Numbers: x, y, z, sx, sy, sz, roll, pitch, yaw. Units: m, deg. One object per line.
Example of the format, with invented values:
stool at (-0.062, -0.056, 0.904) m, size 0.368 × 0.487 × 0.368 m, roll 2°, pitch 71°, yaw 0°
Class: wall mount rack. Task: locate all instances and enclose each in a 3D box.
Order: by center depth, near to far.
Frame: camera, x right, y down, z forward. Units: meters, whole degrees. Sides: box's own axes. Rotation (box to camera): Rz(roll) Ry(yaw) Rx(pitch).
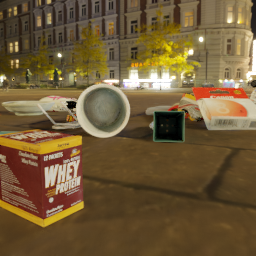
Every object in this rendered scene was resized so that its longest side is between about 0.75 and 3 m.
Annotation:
wall mount rack at (-2.290, -0.526, 11.030) m, size 2.063 × 0.885 × 2.375 m, roll 5°, pitch 9°, yaw 28°

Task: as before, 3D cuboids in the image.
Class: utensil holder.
utensil holder at (-0.829, -0.621, 9.392) m, size 1.640 × 1.640 × 1.929 m, roll -1°, pitch 6°, yaw -5°

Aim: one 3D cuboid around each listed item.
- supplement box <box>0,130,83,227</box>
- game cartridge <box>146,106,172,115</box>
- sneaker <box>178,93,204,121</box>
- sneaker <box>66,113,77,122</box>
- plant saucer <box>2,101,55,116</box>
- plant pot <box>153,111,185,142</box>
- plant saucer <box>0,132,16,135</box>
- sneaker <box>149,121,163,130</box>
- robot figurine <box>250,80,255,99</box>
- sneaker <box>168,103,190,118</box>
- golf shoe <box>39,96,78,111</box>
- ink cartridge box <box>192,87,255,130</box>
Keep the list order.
supplement box at (-1.157, 0.580, 3.674) m, size 0.970 × 0.984 × 0.653 m, roll 7°, pitch 11°, yaw 36°
game cartridge at (2.088, -0.939, 15.231) m, size 1.485 × 0.463 × 2.231 m, roll 10°, pitch 12°, yaw 28°
sneaker at (3.263, -0.636, 12.070) m, size 2.498 × 1.026 × 0.972 m, roll 28°, pitch 0°, yaw 41°
sneaker at (-2.323, -0.410, 12.268) m, size 0.448 × 0.349 × 0.997 m, roll 18°, pitch 13°, yaw 11°
plant saucer at (-5.349, -1.078, 15.170) m, size 2.698 × 0.677 × 2.698 m, roll 0°, pitch 10°, yaw 0°
plant pot at (1.207, -0.064, 8.375) m, size 0.863 × 0.863 × 1.221 m, roll 1°, pitch 2°, yaw 7°
plant saucer at (-3.356, 0.215, 8.733) m, size 1.617 × 0.153 × 0.565 m, roll -1°, pitch 9°, yaw 3°
sneaker at (1.010, -0.060, 9.825) m, size 0.562 × 0.441 × 1.132 m, roll -4°, pitch -2°, yaw 17°
robot figurine at (6.961, -1.342, 13.089) m, size 2.927 × 1.826 × 2.199 m, roll -9°, pitch 12°, yaw -44°
sneaker at (2.880, -0.728, 13.154) m, size 2.260 × 0.870 × 0.960 m, roll -3°, pitch 16°, yaw 38°
golf shoe at (-4.113, -1.469, 16.869) m, size 2.543 × 0.923 × 1.171 m, roll -3°, pitch 9°, yaw -19°
ink cartridge box at (3.951, -1.045, 10.877) m, size 2.339 × 0.723 × 2.884 m, roll 0°, pitch 42°, yaw -2°
